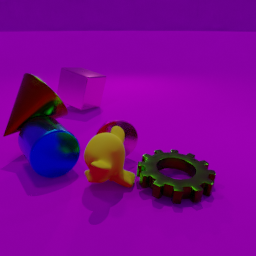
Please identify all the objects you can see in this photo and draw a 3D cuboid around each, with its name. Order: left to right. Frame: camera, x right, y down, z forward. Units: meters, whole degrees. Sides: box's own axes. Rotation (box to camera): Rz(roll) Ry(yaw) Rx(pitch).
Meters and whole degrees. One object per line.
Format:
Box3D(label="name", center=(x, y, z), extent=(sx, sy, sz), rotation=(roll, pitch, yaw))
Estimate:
Box3D(label="cone", center=(-2.436, -0.309, 6.669), extent=(1.407, 1.407, 1.413), rotation=(20, 61, 41))
Box3D(label="cylinder", center=(-1.762, 0.393, 6.217), extent=(1.083, 1.083, 1.083), rotation=(-13, 25, -30))
Box3D(label="cube", center=(-1.718, -1.481, 10.359), extent=(1.224, 1.224, 1.224), rotation=(23, 21, 22))
Box3D(label="cone", center=(-0.423, 0.066, 6.952), extent=(1.073, 1.073, 1.077), rotation=(-6, 28, -15))
Box3D(label="monkey head", center=(-0.305, 0.633, 5.560), extent=(1.140, 0.955, 1.585), rotation=(22, 29, 2))
Box3D(label="gear", center=(0.968, 0.931, 5.721), extent=(1.547, 0.286, 1.547), rotation=(4, 24, -2))
